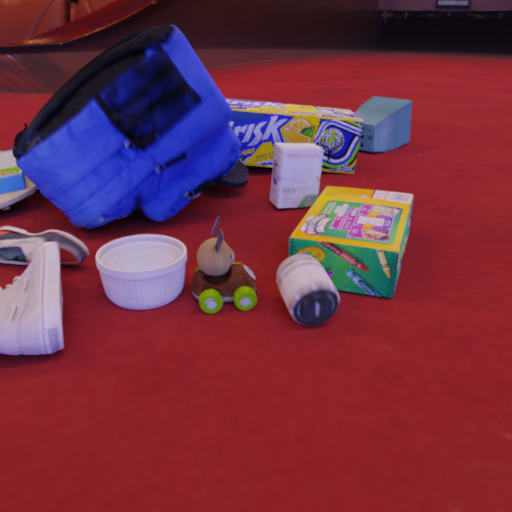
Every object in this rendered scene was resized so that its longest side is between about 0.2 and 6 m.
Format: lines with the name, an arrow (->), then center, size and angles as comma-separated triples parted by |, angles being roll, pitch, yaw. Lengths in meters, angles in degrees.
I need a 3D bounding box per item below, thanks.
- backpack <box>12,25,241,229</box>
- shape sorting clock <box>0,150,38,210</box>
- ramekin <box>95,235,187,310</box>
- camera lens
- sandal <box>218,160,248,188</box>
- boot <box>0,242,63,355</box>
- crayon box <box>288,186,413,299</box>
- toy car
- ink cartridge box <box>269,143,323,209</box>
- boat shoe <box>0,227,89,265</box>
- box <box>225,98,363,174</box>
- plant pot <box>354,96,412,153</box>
backpack -> -2.411, -2.147, 10.621 | 3.733, 3.132, 3.033 | -36, 21, -1
shape sorting clock -> -6.124, -1.518, 12.028 | 3.368, 0.661, 3.368 | -5, 28, 3
ramekin -> -1.663, 0.246, 8.275 | 1.311, 0.688, 1.311 | -1, 25, 0
camera lens -> 0.692, 0.465, 7.638 | 0.696, 0.696, 0.870 | -6, 35, -13
sandal -> -1.488, -1.979, 12.974 | 3.003, 0.677, 1.128 | 16, 35, 22
boot -> -3.208, 0.501, 7.489 | 1.144, 0.880, 2.393 | -4, 25, -18
crayon box -> 1.666, -0.355, 9.407 | 1.631, 0.800, 2.746 | 8, 26, 17
toy car -> -0.474, 0.063, 8.056 | 0.944, 1.197, 0.983 | -5, 26, -10
ink cartridge box -> 0.823, -1.667, 11.569 | 0.911, 1.253, 0.548 | -4, 27, -17
boat shoe -> -3.568, -0.072, 9.044 | 1.788, 0.636, 0.559 | 8, 41, 16
box -> 0.332, -3.061, 14.049 | 4.322, 1.390, 1.514 | 3, 25, -6
plant pot -> 3.466, -3.691, 16.115 | 1.261, 1.260, 1.784 | 19, 38, 35
